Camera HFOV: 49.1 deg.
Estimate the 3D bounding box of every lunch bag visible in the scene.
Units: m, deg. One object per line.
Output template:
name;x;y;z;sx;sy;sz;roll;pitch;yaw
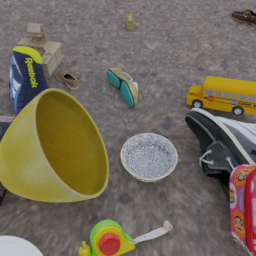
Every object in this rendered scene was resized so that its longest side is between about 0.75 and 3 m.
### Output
lunch bag;3.274;1.770;5.748;2.312;0.947;2.037;0;88;-9

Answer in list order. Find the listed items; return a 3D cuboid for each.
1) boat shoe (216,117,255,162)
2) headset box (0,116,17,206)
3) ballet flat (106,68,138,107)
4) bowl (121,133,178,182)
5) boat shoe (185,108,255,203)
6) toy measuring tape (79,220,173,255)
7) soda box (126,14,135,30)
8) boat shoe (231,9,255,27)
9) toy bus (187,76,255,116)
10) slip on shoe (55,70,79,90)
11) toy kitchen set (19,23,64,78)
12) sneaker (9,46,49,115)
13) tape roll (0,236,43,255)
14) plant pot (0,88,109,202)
boat shoe;3.392;0.327;7.552;2.519;0.927;0.823;32;54;12
headset box;-3.851;0.663;7.130;1.848;0.959;2.484;4;50;3
ballet flat;-0.052;-1.416;9.212;0.672;0.672;1.902;-23;50;-19
bowl;0.516;0.870;7.142;1.412;0.663;1.412;0;49;-1
boat shoe;2.245;0.735;6.888;1.007;1.070;2.978;-28;65;-8
toy measuring tape;-0.067;2.183;5.916;2.050;0.754;0.754;-17;51;-14
soda box;0.092;-4.652;12.276;0.307;0.291;0.908;-5;48;-6
boat shoe;5.373;-4.954;12.379;1.578;0.555;0.556;28;56;24
toy bus;2.907;-0.970;8.297;2.204;0.863;0.717;13;41;22
slip on shoe;-2.123;-1.748;9.660;0.451;0.360;1.187;-31;55;-24
toy kitchen set;-3.346;-2.807;9.992;1.546;1.262;1.395;9;49;8
sneaker;-3.094;-1.094;8.728;1.067;1.186;2.885;4;61;-35
tape roll;-2.383;2.965;5.070;1.868;0.653;1.868;7;45;-7
plant pot;-1.880;0.637;6.441;1.812;2.552;2.552;-25;45;20
